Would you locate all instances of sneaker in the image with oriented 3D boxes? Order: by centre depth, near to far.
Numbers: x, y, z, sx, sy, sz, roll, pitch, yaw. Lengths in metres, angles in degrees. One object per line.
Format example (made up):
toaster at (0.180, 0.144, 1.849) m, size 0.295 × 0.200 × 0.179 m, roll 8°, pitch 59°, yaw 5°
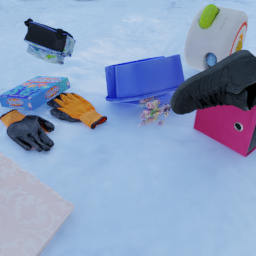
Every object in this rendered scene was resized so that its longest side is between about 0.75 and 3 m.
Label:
sneaker at (2.165, -0.819, 6.007) m, size 2.591 × 0.778 × 1.351 m, roll -34°, pitch 40°, yaw 17°

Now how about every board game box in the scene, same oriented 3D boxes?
board game box at (-3.181, -1.261, 9.680) m, size 1.486 × 0.440 × 1.954 m, roll 7°, pitch 32°, yaw 26°

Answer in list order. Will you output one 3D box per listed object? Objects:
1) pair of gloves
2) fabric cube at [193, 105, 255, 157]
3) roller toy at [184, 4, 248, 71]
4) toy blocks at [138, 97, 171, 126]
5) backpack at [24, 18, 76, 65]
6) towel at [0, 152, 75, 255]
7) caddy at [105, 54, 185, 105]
pair of gloves at (-2.383, -0.321, 8.811) m, size 2.808 × 0.347 × 2.502 m, roll -31°, pitch 47°, yaw -33°
fabric cube at (3.202, -0.612, 8.009) m, size 1.801 × 1.767 × 1.795 m, roll -29°, pitch 46°, yaw -32°
roller toy at (3.583, -3.421, 11.103) m, size 1.909 × 2.491 × 2.731 m, roll 24°, pitch 27°, yaw 25°
toy blocks at (0.682, -0.444, 8.582) m, size 0.743 × 0.825 × 0.883 m, roll -21°, pitch 44°, yaw -34°
backpack at (-2.146, -2.324, 7.842) m, size 1.204 × 0.967 × 1.316 m, roll 19°, pitch 11°, yaw 5°
towel at (-2.687, 1.726, 5.432) m, size 2.477 × 0.399 × 2.366 m, roll 34°, pitch 44°, yaw 8°
caddy at (0.579, -1.536, 9.474) m, size 2.894 × 1.519 × 2.046 m, roll -16°, pitch 15°, yaw -22°
